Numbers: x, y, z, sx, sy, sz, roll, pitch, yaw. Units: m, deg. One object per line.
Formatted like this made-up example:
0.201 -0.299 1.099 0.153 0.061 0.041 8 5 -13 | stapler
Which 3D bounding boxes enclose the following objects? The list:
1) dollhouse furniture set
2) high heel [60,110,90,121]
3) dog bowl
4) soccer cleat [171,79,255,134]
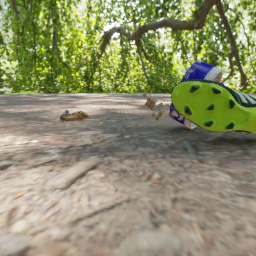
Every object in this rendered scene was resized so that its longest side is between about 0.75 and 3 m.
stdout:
0.790 -0.726 8.459 0.394 0.806 0.688 -46 -10 -29 | dollhouse furniture set
-1.899 -0.360 9.943 0.969 0.346 0.691 10 28 5 | high heel
1.902 -0.918 7.817 0.709 1.799 1.799 30 20 20 | dog bowl
2.271 -0.407 6.251 2.978 1.006 1.207 13 12 -11 | soccer cleat
